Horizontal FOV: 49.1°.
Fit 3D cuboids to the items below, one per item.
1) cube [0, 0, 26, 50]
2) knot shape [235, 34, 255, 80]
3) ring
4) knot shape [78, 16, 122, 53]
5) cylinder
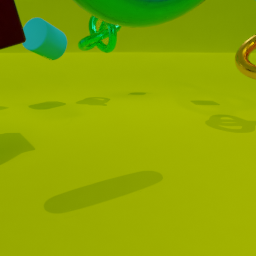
[{"bbox_3d":[-2.424,-1.844,3.940,1.291,1.291,1.291,-26,47,-23],"label":"cube"},{"bbox_3d":[3.317,-1.959,6.279,1.896,1.774,0.876,-12,1,-13],"label":"knot shape"},{"bbox_3d":[0.274,-1.618,1.895,1.960,1.960,0.392,-10,51,-32],"label":"ring"},{"bbox_3d":[-0.787,-2.991,8.860,0.769,1.664,1.557,38,0,-41],"label":"knot shape"},{"bbox_3d":[-2.504,-2.650,8.427,0.968,0.968,0.968,8,-2,24],"label":"cylinder"}]
